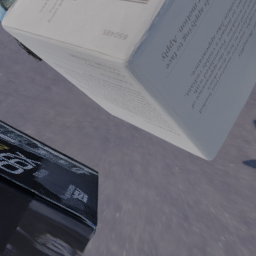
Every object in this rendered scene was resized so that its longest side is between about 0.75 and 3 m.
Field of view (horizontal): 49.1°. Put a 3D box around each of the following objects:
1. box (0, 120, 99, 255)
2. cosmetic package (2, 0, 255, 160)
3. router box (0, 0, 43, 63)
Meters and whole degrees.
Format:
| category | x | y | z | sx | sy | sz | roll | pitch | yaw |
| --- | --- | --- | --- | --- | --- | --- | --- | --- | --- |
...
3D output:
| category | x | y | z | sx | sy | sz | roll | pitch | yaw |
| --- | --- | --- | --- | --- | --- | --- | --- | --- | --- |
| box | -1.010 | 0.297 | 2.116 | 1.574 | 0.497 | 1.995 | 28 | -5 | -3 |
| cosmetic package | 0.421 | -1.370 | 4.113 | 2.371 | 2.874 | 2.369 | 26 | 81 | 37 |
| router box | -1.572 | -2.803 | 5.724 | 2.410 | 0.749 | 1.806 | -43 | 65 | 1 |
